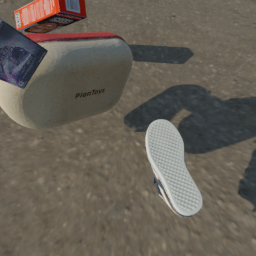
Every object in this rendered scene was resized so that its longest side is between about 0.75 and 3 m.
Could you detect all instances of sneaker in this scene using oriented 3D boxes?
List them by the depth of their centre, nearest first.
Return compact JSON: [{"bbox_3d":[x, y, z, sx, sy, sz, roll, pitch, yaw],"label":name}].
[{"bbox_3d":[0.805,0.801,5.480,0.754,0.764,1.924,-12,64,-7],"label":"sneaker"}]

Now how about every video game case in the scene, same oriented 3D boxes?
[{"bbox_3d":[-1.578,-0.963,3.841,0.093,0.984,0.703,35,94,17],"label":"video game case"}]

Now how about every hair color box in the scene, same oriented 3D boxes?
[{"bbox_3d":[-2.355,-3.409,8.415,2.087,0.639,1.059,-1,8,39],"label":"hair color box"}]

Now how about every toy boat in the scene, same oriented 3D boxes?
[{"bbox_3d":[-1.417,-1.239,5.754,2.866,1.870,1.873,-20,53,-43],"label":"toy boat"}]
